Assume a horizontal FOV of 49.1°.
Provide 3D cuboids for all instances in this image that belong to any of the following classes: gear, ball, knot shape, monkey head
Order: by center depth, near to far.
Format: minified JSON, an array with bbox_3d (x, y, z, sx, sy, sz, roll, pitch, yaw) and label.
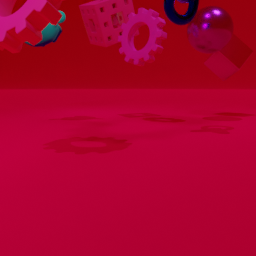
[{"bbox_3d":[-1.613,-2.011,4.315,1.713,1.713,0.317,5,-14,31],"label":"gear"},{"bbox_3d":[1.365,-2.957,5.884,0.661,1.430,1.338,33,41,8],"label":"knot shape"},{"bbox_3d":[0.393,-2.686,8.321,1.606,1.606,0.297,7,5,40],"label":"gear"},{"bbox_3d":[2.488,-2.972,8.527,1.370,1.370,1.370,0,9,0],"label":"ball"},{"bbox_3d":[-2.763,-3.184,8.597,1.884,1.356,1.135,-19,0,4],"label":"monkey head"}]

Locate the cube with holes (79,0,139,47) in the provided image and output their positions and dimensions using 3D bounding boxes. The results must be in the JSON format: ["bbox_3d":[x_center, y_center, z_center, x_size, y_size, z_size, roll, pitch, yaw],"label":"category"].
[{"bbox_3d":[-0.635,-3.640,9.453,1.312,1.312,1.312,-27,31,-20],"label":"cube with holes"}]

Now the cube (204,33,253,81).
[{"bbox_3d":[3.670,-2.590,10.306,1.048,1.048,1.048,-49,1,-19],"label":"cube"}]
